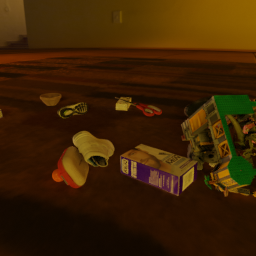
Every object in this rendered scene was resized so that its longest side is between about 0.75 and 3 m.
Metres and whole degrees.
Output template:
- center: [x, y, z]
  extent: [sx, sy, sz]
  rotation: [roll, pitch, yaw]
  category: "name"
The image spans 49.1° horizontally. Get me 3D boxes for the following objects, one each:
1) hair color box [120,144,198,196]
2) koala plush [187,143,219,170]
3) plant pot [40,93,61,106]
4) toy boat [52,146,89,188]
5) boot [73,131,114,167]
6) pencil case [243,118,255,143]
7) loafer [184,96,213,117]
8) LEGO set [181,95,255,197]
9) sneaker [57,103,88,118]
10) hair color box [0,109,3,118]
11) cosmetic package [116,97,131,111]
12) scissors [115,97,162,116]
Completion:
- center: [0.703, 0.923, 6.612]
  extent: [1.620, 0.525, 0.886]
  rotation: [14, 25, 37]
  category: "hair color box"
- center: [1.939, 0.684, 7.068]
  extent: [0.792, 0.702, 0.728]
  rotation: [-2, -4, 3]
  category: "koala plush"
- center: [-3.500, -1.277, 12.733]
  extent: [0.947, 0.437, 0.947]
  rotation: [0, 19, 0]
  category: "plant pot"
- center: [-1.391, 0.960, 6.430]
  extent: [0.772, 0.770, 1.181]
  rotation: [-30, 15, 9]
  category: "toy boat"
- center: [-0.716, 0.664, 6.934]
  extent: [0.776, 0.597, 1.623]
  rotation: [58, 14, 28]
  category: "boot"
- center: [4.368, 0.175, 8.285]
  extent: [1.792, 0.775, 0.742]
  rotation: [14, 18, 28]
  category: "pencil case"
- center: [2.949, -0.825, 10.889]
  extent: [2.142, 0.780, 0.774]
  rotation: [-10, 25, -30]
  category: "loafer"
- center: [2.607, 0.432, 6.341]
  extent: [2.974, 2.287, 1.723]
  rotation: [-12, -19, -22]
  category: "LEGO set"
- center: [-2.220, -0.760, 11.275]
  extent: [1.373, 0.507, 0.556]
  rotation: [-14, 21, -37]
  category: "sneaker"
- center: [-5.401, -0.435, 10.555]
  extent: [0.609, 0.361, 1.114]
  rotation: [10, 24, 27]
  category: "hair color box"
- center: [-0.186, -1.093, 12.421]
  extent: [0.500, 0.307, 1.212]
  rotation: [2, 20, 8]
  category: "cosmetic package"
- center: [0.437, -0.985, 11.885]
  extent: [0.804, 0.153, 2.198]
  rotation: [-24, 40, -38]
  category: "scissors"
